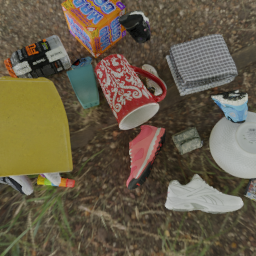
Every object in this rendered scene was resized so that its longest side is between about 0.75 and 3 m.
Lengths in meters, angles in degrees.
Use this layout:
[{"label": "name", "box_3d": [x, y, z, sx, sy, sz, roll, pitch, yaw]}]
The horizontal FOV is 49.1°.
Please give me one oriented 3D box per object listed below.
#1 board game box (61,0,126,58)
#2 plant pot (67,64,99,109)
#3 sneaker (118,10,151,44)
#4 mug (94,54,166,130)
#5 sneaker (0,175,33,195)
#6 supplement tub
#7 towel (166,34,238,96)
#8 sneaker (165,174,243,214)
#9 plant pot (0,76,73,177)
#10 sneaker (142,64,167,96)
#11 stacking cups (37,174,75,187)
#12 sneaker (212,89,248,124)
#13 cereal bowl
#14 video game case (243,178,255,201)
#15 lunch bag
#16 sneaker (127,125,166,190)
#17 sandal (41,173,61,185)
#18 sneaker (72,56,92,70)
[{"label": "board game box", "box_3d": [-1.340, -4.499, 11.701, 1.814, 1.815, 1.813, -41, 78, -11]}, {"label": "plant pot", "box_3d": [-1.705, -1.589, 11.320, 1.023, 1.024, 1.448, -18, 81, -5]}, {"label": "sneaker", "box_3d": [0.422, -3.939, 11.156, 0.884, 2.333, 1.022, -14, 95, 26]}, {"label": "mug", "box_3d": [0.044, -1.502, 11.124, 2.287, 1.719, 2.576, -13, 65, -40]}, {"label": "sneaker", "box_3d": [-4.730, 1.904, 10.304, 2.568, 0.969, 1.461, 38, 78, 16]}, {"label": "supplement tub", "box_3d": [-3.634, -2.685, 11.373, 2.334, 1.430, 1.430, -27, 75, -8]}, {"label": "towel", "box_3d": [3.012, -2.669, 11.567, 2.460, 1.053, 2.037, -14, 73, -4]}, {"label": "sneaker", "box_3d": [2.753, 2.349, 10.116, 2.756, 1.074, 1.369, 4, 70, 0]}, {"label": "plant pot", "box_3d": [-3.313, -0.235, 9.034, 2.685, 2.703, 2.765, -2, 103, -20]}, {"label": "sneaker", "box_3d": [0.996, -2.021, 11.661, 0.650, 0.556, 1.493, -33, 76, -4]}, {"label": "stacking cups", "box_3d": [-2.701, 2.045, 10.542, 1.339, 0.405, 0.405, 10, 74, 0]}, {"label": "sneaker", "box_3d": [3.770, -0.745, 10.406, 1.011, 2.580, 1.160, -12, 101, 12]}, {"label": "cereal bowl", "box_3d": [4.497, 0.529, 10.529, 2.639, 1.099, 2.639, -1, 72, 4]}, {"label": "video game case", "box_3d": [5.071, 2.262, 10.587, 1.037, 0.146, 1.147, 27, 75, 8]}, {"label": "lunch bag", "box_3d": [2.311, 0.498, 10.857, 0.996, 0.694, 0.835, -23, 91, -6]}, {"label": "sneaker", "box_3d": [0.459, 1.055, 10.670, 1.157, 0.983, 2.668, 22, 70, 20]}, {"label": "sandal", "box_3d": [-3.217, 1.349, 10.254, 0.489, 0.810, 1.992, -41, 88, 14]}, {"label": "sneaker", "box_3d": [-1.962, -2.787, 11.923, 0.957, 0.431, 0.375, -31, 76, -12]}]
